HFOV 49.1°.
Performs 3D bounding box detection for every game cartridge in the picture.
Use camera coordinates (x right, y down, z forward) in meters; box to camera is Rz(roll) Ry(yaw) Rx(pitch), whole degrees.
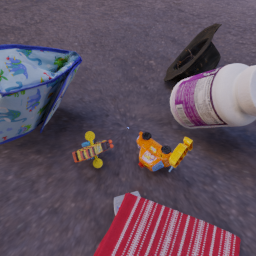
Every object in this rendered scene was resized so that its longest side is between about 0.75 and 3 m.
[{"bbox_3d":[0.067,1.707,5.556,0.618,0.193,0.928,-10,42,-17],"label":"game cartridge"}]

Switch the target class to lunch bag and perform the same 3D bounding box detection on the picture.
[{"bbox_3d":[-2.390,-0.854,6.762,1.543,2.060,2.422,51,43,10],"label":"lunch bag"}]

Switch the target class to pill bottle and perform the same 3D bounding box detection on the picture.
[{"bbox_3d":[2.076,-0.667,6.158,1.315,1.315,2.343,-24,8,-25],"label":"pill bottle"}]

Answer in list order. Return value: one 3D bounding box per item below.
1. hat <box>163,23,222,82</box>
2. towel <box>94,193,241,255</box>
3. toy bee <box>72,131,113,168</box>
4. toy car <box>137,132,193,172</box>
[{"bbox_3d":[2.253,-2.115,8.891,0.976,2.419,2.419,41,45,-11],"label":"hat"},{"bbox_3d":[0.697,2.162,4.848,2.325,0.261,1.682,19,43,12],"label":"towel"},{"bbox_3d":[-0.711,0.410,6.318,0.659,0.794,1.213,-14,27,21],"label":"toy bee"},{"bbox_3d":[0.513,0.447,5.496,1.017,2.073,0.690,39,80,8],"label":"toy car"}]
